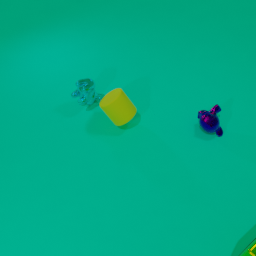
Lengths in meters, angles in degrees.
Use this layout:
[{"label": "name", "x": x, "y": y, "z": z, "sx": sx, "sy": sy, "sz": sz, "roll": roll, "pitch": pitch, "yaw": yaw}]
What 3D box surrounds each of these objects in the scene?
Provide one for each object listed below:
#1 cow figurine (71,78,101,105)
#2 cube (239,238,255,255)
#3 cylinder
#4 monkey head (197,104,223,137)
[{"label": "cow figurine", "x": -1.190, "y": -1.111, "z": 8.465, "sx": 0.598, "sy": 1.090, "sz": 1.072, "roll": 43, "pitch": 45, "yaw": 13}, {"label": "cube", "x": 2.830, "y": 2.596, "z": 5.142, "sx": 1.259, "sy": 1.259, "sz": 1.259, "roll": -28, "pitch": 56, "yaw": -28}, {"label": "cylinder", "x": -0.278, "y": -0.590, "z": 7.920, "sx": 0.775, "sy": 0.775, "sz": 0.775, "roll": -30, "pitch": 28, "yaw": 18}, {"label": "monkey head", "x": 2.388, "y": -0.267, "z": 7.923, "sx": 0.785, "sy": 1.092, "sz": 0.658, "roll": -40, "pitch": 31, "yaw": 9}]
